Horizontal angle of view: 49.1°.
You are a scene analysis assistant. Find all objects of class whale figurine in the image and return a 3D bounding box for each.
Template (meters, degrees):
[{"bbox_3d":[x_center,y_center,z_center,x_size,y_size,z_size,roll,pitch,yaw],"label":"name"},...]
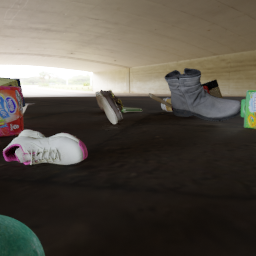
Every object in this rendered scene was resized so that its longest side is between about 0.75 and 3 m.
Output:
[{"bbox_3d":[-0.683,0.692,1.149,0.740,0.483,0.930,-1,8,-4],"label":"whale figurine"}]

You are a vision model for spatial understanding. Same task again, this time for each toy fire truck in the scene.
[{"bbox_3d":[2.476,-1.207,12.271,2.631,1.693,2.316,-21,5,-6],"label":"toy fire truck"}]

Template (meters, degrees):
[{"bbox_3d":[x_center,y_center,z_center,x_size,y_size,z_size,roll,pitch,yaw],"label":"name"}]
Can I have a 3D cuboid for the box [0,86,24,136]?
[{"bbox_3d":[-3.565,-0.483,7.165,1.227,1.175,2.461,-5,9,-33],"label":"box"}]

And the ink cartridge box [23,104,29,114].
[{"bbox_3d":[-5.105,-0.732,11.621,1.699,0.529,2.111,0,6,6],"label":"ink cartridge box"}]

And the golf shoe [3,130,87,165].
[{"bbox_3d":[-1.208,0.363,4.026,1.320,0.497,0.604,3,25,28],"label":"golf shoe"}]

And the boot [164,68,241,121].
[{"bbox_3d":[2.501,-1.168,9.490,2.554,1.681,0.891,3,39,28],"label":"boot"}]

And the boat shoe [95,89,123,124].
[{"bbox_3d":[-0.513,-0.753,8.915,0.604,0.729,2.030,-18,29,-13],"label":"boat shoe"}]

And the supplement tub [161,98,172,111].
[{"bbox_3d":[2.228,-1.172,14.035,0.973,0.703,0.703,6,10,36],"label":"supplement tub"}]

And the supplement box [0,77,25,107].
[{"bbox_3d":[-4.845,-1.065,9.799,1.618,1.086,1.616,9,28,22],"label":"supplement box"}]

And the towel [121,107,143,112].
[{"bbox_3d":[-0.161,-0.940,14.313,1.195,0.183,1.567,-6,9,-38],"label":"towel"}]

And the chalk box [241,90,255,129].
[{"bbox_3d":[3.996,-0.527,7.904,1.089,1.096,1.757,-7,9,-43],"label":"chalk box"}]
